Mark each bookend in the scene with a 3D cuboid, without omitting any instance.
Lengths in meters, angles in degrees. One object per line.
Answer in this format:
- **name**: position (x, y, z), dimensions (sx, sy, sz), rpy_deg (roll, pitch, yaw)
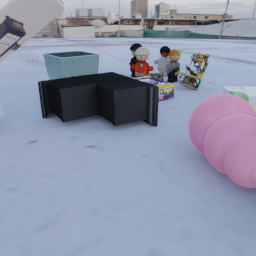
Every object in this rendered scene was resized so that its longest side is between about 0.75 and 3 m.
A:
- **bookend**: position (-0.806, -0.653, 7.342), dimensions (2.319, 1.075, 2.334), rpy_deg (-15, 26, -31)

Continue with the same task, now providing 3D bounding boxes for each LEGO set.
- **LEGO set**: position (2.445, -2.288, 11.042), dimensions (0.920, 1.587, 1.220), rpy_deg (16, 35, -6)

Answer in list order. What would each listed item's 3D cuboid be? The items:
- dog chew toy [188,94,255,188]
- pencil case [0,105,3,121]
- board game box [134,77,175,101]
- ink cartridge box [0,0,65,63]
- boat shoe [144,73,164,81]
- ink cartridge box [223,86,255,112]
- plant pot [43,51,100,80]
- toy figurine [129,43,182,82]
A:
- **dog chew toy**: position (1.851, 0.230, 4.914), dimensions (1.286, 1.286, 2.065), rpy_deg (-2, 29, -4)
- **pencil case**: position (-4.223, -0.439, 6.912), dimensions (2.305, 0.958, 1.046), rpy_deg (9, 39, 24)
- **board game box**: position (0.362, -1.315, 9.800), dimensions (1.969, 0.558, 1.627), rpy_deg (-14, 27, -32)
- **ink cartridge box**: position (-3.018, -2.291, 5.102), dimensions (2.962, 2.144, 1.249), rpy_deg (-37, -5, 5)
- **boat shoe**: position (1.123, -1.919, 11.109), dimensions (0.552, 0.601, 1.681), rpy_deg (-47, 28, -3)
- **ink cartridge box**: position (3.713, -0.793, 8.265), dimensions (1.541, 0.674, 1.120), rpy_deg (-2, 22, -1)
- **plant pot**: position (-1.962, -1.856, 9.871), dimensions (1.476, 1.503, 1.472), rpy_deg (-16, 27, -35)
- **toy figurine**: position (1.196, -3.013, 12.781), dimensions (2.232, 1.577, 2.267), rpy_deg (-3, 21, -7)
